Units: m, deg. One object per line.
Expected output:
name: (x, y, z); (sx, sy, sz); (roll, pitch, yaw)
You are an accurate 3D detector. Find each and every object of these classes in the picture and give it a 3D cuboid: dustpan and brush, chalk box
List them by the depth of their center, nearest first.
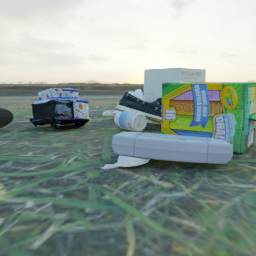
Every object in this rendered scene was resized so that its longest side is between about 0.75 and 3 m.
dustpan and brush: (-0.098, 0.694, 5.629); (0.920, 0.263, 0.642); (3, 2, -27)
chalk box: (2.521, -0.392, 7.592); (2.827, 1.752, 1.764); (5, 10, 32)

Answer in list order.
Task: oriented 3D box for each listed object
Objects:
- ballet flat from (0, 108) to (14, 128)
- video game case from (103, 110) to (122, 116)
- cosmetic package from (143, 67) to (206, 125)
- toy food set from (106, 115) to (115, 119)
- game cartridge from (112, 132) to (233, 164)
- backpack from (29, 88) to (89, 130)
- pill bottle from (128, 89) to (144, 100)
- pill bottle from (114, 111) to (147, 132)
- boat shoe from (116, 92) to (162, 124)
ballet flat: (-5.475, -0.332, 9.703); (2.872, 0.976, 0.982); (-11, -22, -28)
video game case: (-0.223, -0.848, 15.988); (2.184, 0.191, 1.561); (1, 9, 8)
cosmetic package: (1.983, -1.367, 12.087); (1.961, 2.343, 1.949); (-7, 11, -41)
toy food set: (-0.279, -0.496, 13.614); (1.390, 0.279, 0.959); (-1, -1, 34)
game cartridge: (0.924, 0.394, 6.078); (2.391, 0.484, 1.594); (4, 0, 10)
backpack: (-2.567, -0.744, 11.029); (2.005, 1.622, 2.105); (6, -1, -42)
pill bottle: (1.245, -2.079, 20.079); (2.544, 1.418, 1.418); (-3, 9, -19)
pill bottle: (0.051, -0.267, 10.388); (0.684, 0.684, 1.258); (-6, 11, -37)
boat shoe: (0.996, -0.746, 10.805); (2.902, 0.962, 1.085); (17, -7, 25)
